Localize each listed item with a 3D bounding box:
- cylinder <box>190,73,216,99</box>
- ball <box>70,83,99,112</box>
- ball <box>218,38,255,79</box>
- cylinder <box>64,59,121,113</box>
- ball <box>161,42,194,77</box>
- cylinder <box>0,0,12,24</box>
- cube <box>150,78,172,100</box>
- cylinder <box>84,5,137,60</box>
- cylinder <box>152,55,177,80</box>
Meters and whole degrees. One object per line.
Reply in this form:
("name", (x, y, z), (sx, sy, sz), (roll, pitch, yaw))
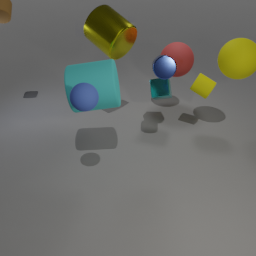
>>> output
("cylinder", (2.765, -1.551, 10.334), (0.700, 0.700, 0.700), (34, 38, 6))
("ball", (-1.058, -0.748, 6.789), (0.700, 0.700, 0.700), (0, 31, 0))
("ball", (3.852, -2.399, 9.735), (1.400, 1.400, 1.400), (0, 31, 0))
("cylinder", (-1.002, -1.230, 8.265), (1.400, 1.400, 1.400), (-7, 31, 3))
("ball", (2.005, -2.809, 11.534), (1.400, 1.400, 1.400), (0, 31, 0))
("cylinder", (-4.620, -4.322, 10.210), (0.700, 0.700, 0.700), (-4, 67, -7))
("cube", (1.256, -1.489, 10.642), (0.700, 0.700, 0.700), (-6, -2, 15))
("cylinder", (-0.624, -3.410, 10.035), (1.400, 1.400, 1.400), (43, 46, 16))
("cylinder", (1.110, -1.895, 8.679), (0.700, 0.700, 0.700), (1, 17, 1))
